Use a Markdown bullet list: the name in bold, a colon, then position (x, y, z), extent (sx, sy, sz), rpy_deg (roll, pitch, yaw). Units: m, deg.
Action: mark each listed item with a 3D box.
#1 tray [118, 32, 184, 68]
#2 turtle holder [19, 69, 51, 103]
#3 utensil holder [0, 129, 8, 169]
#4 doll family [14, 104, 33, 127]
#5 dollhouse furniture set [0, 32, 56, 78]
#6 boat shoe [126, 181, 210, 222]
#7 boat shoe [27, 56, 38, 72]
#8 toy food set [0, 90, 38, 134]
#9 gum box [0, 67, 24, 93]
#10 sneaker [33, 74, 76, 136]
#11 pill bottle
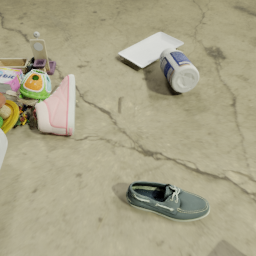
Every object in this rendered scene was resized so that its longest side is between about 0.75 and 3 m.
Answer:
- **tray**: position (1.070, -3.487, 12.625), extent (2.842, 0.315, 1.526), rpy_deg (-35, 55, -28)
- **turtle holder**: position (-3.132, -1.497, 9.863), extent (1.072, 1.002, 1.411), rpy_deg (22, 17, 18)
- **utensil holder**: position (-4.364, 1.078, 7.153), extent (2.028, 2.028, 2.386), rpy_deg (0, 46, 0)
- **doll family**: position (-3.691, -0.453, 9.609), extent (0.763, 0.518, 1.321), rpy_deg (-23, 53, 4)
- **dollhouse furniture set**: position (-4.274, -2.694, 10.894), extent (2.438, 1.730, 1.932), rpy_deg (-1, 47, -1)
- **boat shoe**: position (1.045, 1.853, 7.311), extent (2.237, 0.691, 0.815), rpy_deg (9, 47, 8)
- **boat shoe**: position (-3.851, -2.777, 11.688), extent (0.485, 0.387, 1.282), rpy_deg (-5, 44, 7)
- **toy food set**: position (-4.510, -0.455, 8.990), extent (1.626, 0.902, 2.763), rpy_deg (26, 64, 28)
- **gum box**: position (-5.059, -1.901, 10.953), extent (1.648, 0.545, 0.935), rpy_deg (8, 48, 8)
- **sneaker**: position (-2.508, -0.897, 9.675), extent (1.409, 1.014, 2.695), rpy_deg (0, 50, -7)
- **pill bottle**: position (1.880, -2.312, 10.811), extent (1.092, 1.092, 1.967), rpy_deg (-9, 41, -8)
